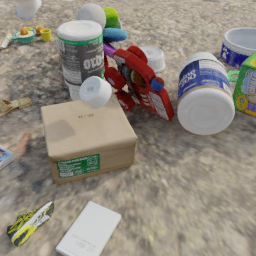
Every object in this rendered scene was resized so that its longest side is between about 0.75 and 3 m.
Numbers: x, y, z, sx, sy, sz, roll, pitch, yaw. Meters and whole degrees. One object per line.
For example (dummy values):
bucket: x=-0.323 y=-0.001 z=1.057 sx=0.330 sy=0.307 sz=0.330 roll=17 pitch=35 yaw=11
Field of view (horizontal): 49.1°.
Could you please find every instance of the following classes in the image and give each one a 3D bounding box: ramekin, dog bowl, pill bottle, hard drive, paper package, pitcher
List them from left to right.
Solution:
pitcher: x=-2.670 y=-3.826 z=7.424 sx=0.930 sy=1.535 sz=1.317 roll=33 pitch=73 yaw=6
pill bottle: x=-1.498 y=-2.156 z=9.403 sx=1.406 sy=2.487 sz=1.406 roll=0 pitch=41 yaw=0
paper package: x=-1.094 y=0.210 z=7.689 sx=2.240 sy=1.159 sz=2.135 roll=-12 pitch=42 yaw=-14
hard drive: x=-0.821 y=2.263 z=6.065 sx=0.846 sy=0.171 sz=1.283 roll=18 pitch=44 yaw=20
ramekin: x=-0.832 y=-0.900 z=6.942 sx=0.780 sy=0.380 sz=0.780 roll=-13 pitch=63 yaw=27
ramekin: x=0.837 y=-2.855 z=11.608 sx=1.442 sy=0.672 sz=1.442 roll=-1 pitch=40 yaw=1
pill bottle: x=2.431 y=-1.280 z=9.060 sx=1.613 sy=1.613 sz=2.907 roll=6 pitch=41 yaw=7
dog bowl: x=5.274 y=-3.419 z=12.054 sx=2.401 sy=0.946 sz=2.401 roll=0 pitch=40 yaw=0

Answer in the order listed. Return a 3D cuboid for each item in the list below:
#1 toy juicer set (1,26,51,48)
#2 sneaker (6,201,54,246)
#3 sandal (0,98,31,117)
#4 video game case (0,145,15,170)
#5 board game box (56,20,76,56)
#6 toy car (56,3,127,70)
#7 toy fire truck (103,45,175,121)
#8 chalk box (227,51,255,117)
toy juicer set: x=-5.103 y=-4.659 z=13.711 sx=2.452 sy=0.667 sz=1.560 roll=-18 pitch=44 yaw=-19
sneaker: x=-2.156 y=1.988 z=6.179 sx=0.499 sy=0.439 sz=1.180 roll=25 pitch=47 yaw=26
sandal: x=-4.090 y=-0.819 z=9.359 sx=1.613 sy=0.531 sz=0.591 roll=-23 pitch=46 yaw=-25
video game case: x=-4.754 y=0.942 z=7.521 sx=2.479 sy=0.285 sz=2.259 roll=23 pitch=46 yaw=26
board game box: x=-1.918 y=-4.009 z=12.124 sx=2.127 sy=1.758 sz=0.603 roll=-35 pitch=86 yaw=-33
toy car: x=-1.150 y=-3.178 z=10.719 sx=2.045 sy=2.728 sz=2.387 roll=50 pitch=19 yaw=9
toy fire truck: x=0.475 y=-1.345 z=8.673 sx=1.983 sy=2.361 sz=1.324 roll=31 pitch=70 yaw=37
chalk box: x=4.547 y=-1.462 z=9.211 sx=2.734 sy=1.693 sz=1.701 roll=27 pitch=47 yaw=27
